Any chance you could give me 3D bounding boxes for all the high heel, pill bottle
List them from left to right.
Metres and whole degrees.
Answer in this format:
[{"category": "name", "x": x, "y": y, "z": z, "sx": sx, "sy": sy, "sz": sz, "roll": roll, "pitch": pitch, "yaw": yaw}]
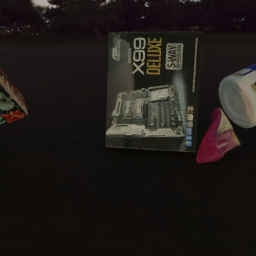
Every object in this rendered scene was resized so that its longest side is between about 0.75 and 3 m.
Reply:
[{"category": "high heel", "x": 1.850, "y": 0.143, "z": 6.186, "sx": 0.895, "sy": 0.628, "sz": 1.865, "roll": -31, "pitch": 19, "yaw": 19}, {"category": "pill bottle", "x": 3.513, "y": -1.032, "z": 6.791, "sx": 2.236, "sy": 1.338, "sz": 1.338, "roll": -25, "pitch": 25, "yaw": -9}]

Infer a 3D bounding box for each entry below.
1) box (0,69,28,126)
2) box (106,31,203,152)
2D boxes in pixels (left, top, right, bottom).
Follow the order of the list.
[{"category": "box", "x": -3.494, "y": -0.816, "z": 5.155, "sx": 2.048, "sy": 2.991, "sz": 0.596, "roll": -22, "pitch": 61, "yaw": -2}, {"category": "box", "x": 0.540, "y": -0.777, "z": 6.062, "sx": 1.940, "sy": 2.460, "sz": 0.612, "roll": 4, "pitch": 5, "yaw": 9}]
